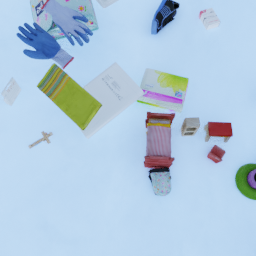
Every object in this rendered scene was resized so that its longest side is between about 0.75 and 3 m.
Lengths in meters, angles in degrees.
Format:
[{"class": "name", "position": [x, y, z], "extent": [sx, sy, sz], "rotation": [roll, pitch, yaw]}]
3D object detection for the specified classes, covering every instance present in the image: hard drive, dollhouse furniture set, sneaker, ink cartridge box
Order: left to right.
[{"class": "ink cartridge box", "position": [-4.224, -1.321, 9.994], "extent": [0.223, 0.942, 0.754], "rotation": [22, 70, 8]}, {"class": "hard drive", "position": [-0.917, -1.010, 9.916], "extent": [2.512, 0.335, 1.657], "rotation": [-39, 69, -4]}, {"class": "sneaker", "position": [1.520, -4.521, 11.401], "extent": [0.741, 0.667, 1.902], "rotation": [17, 68, 15]}, {"class": "dollhouse furniture set", "position": [1.994, 0.444, 9.153], "extent": [2.976, 1.210, 1.602], "rotation": [1, 69, 1]}, {"class": "ink cartridge box", "position": [3.365, -4.506, 11.574], "extent": [0.578, 0.337, 0.794], "rotation": [-18, 68, -7]}]

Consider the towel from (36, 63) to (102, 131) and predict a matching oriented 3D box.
[{"class": "towel", "position": [-1.708, -0.923, 7.911], "extent": [2.156, 0.195, 0.928], "rotation": [41, 102, 23]}]

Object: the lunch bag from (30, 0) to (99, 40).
[{"class": "lunch bag", "position": [-2.628, -4.680, 10.938], "extent": [2.460, 1.500, 2.095], "rotation": [-14, 86, 5]}]

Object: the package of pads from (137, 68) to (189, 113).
[{"class": "package of pads", "position": [1.281, -1.406, 10.223], "extent": [1.695, 0.578, 1.310], "rotation": [15, 69, 6]}]

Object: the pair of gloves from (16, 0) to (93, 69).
[{"class": "pair of gloves", "position": [-2.444, -3.167, 9.487], "extent": [1.997, 0.283, 2.484], "rotation": [37, 70, -13]}]

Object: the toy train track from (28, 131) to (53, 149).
[{"class": "toy train track", "position": [-3.049, 0.412, 9.743], "extent": [0.925, 0.150, 0.530], "rotation": [-33, 72, -12]}]

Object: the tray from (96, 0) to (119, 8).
[{"class": "tray", "position": [-0.624, -5.925, 12.214], "extent": [1.709, 0.190, 0.918], "rotation": [-35, 74, -13]}]

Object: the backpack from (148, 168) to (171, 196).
[{"class": "backpack", "position": [1.061, 1.739, 9.000], "extent": [0.742, 0.563, 0.889], "rotation": [-3, 72, -5]}]

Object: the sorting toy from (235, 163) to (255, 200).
[{"class": "sorting toy", "position": [4.712, 1.420, 8.891], "extent": [2.405, 0.987, 1.445], "rotation": [-8, 69, -3]}]
